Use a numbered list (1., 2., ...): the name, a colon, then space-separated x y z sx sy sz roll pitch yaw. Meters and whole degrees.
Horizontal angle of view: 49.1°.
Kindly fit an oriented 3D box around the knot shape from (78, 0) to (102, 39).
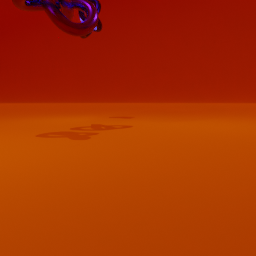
1. knot shape: -1.493 -4.097 10.790 0.706 1.527 1.429 1 -40 -27

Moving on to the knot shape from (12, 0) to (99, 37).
1. knot shape: -1.745 -2.858 6.384 1.921 0.888 1.797 34 17 22
